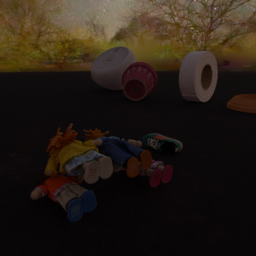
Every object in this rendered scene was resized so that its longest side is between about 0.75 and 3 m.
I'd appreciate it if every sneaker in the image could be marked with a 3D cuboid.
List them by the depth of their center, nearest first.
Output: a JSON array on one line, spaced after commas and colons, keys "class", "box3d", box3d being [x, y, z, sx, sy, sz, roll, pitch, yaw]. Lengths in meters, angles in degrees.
[{"class": "sneaker", "box3d": [0.650, 0.320, 5.781, 0.899, 0.321, 0.359, 10, 12, 30]}]

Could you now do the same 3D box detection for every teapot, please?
[{"class": "teapot", "box3d": [-0.690, -3.313, 16.938, 2.943, 2.177, 2.981, -30, 41, 0]}]

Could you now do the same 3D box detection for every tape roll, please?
[{"class": "tape roll", "box3d": [3.115, -2.235, 12.283, 0.771, 2.205, 2.205, 12, 18, 39]}]

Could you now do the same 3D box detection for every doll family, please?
[{"class": "doll family", "box3d": [-0.412, 0.388, 4.139, 2.148, 0.968, 1.333, -11, 17, -37]}]

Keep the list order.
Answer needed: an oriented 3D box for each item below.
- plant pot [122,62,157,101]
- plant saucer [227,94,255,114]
[{"class": "plant pot", "box3d": [0.463, -2.061, 13.079, 1.700, 1.700, 1.522, 3, 30, 11]}, {"class": "plant saucer", "box3d": [5.102, -0.955, 10.675, 2.508, 0.469, 2.508, 0, 13, 0]}]
